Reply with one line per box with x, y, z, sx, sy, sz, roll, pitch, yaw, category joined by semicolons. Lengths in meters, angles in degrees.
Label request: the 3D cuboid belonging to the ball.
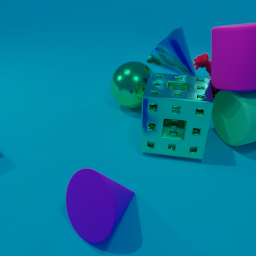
0.154;-1.182;7.714;1.290;1.290;1.290;0;36;0;ball

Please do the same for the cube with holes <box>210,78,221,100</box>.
2.643;-0.906;7.605;0.843;0.843;0.843;-21;31;-27;cube with holes

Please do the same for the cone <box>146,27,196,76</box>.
1.397;-1.716;7.413;1.300;1.296;1.296;49;50;6;cone

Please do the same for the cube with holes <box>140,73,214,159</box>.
1.077;-0.322;6.363;1.371;1.371;1.371;6;32;9;cube with holes

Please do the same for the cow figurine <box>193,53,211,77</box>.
2.524;-1.871;8.622;0.982;0.998;0.548;5;65;25;cow figurine

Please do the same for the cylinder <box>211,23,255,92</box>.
2.434;-1.533;5.986;1.258;1.258;1.258;-5;21;2;cylinder

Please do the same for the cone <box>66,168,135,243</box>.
-0.256;1.250;4.964;1.190;1.190;1.195;32;20;36;cone

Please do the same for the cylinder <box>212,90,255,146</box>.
2.886;-0.358;6.527;1.328;1.328;1.328;-12;37;-16;cylinder
